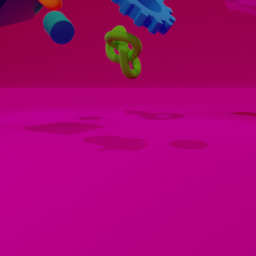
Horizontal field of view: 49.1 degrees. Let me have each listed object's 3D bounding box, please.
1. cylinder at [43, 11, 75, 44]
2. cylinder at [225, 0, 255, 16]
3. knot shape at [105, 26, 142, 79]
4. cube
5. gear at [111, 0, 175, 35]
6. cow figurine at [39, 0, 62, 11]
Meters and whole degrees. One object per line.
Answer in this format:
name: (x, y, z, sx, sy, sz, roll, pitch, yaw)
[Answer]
cylinder: (-1.964, -2.843, 7.937, 0.704, 0.704, 0.704, -6, 42, -34)
cylinder: (3.772, -4.118, 8.574, 1.126, 1.126, 1.126, -8, 33, -43)
knot shape: (-0.164, -2.804, 9.849, 0.935, 2.024, 1.894, -32, -9, -7)
cube: (-2.480, -2.997, 5.559, 1.372, 1.372, 1.372, -21, 14, 41)
gear: (0.441, -3.565, 8.137, 2.038, 2.038, 0.377, -8, -29, -43)
cow figurine: (-1.096, -2.647, 3.685, 1.745, 0.958, 1.717, -11, -45, 42)
